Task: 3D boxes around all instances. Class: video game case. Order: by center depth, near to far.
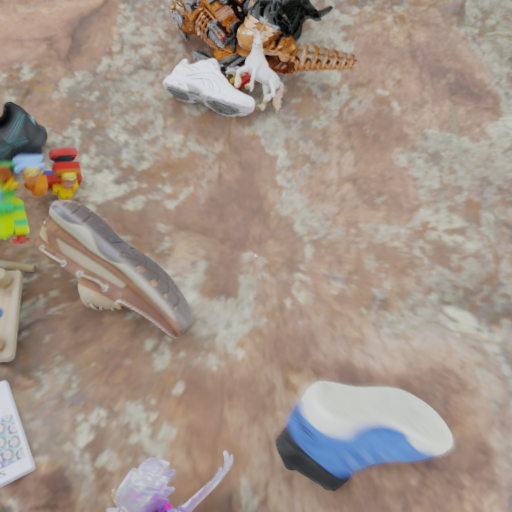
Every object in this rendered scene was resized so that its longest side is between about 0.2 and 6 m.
[{"bbox_3d":[-4.340,2.918,8.649,1.418,0.184,1.557,-25,62,-14],"label":"video game case"}]

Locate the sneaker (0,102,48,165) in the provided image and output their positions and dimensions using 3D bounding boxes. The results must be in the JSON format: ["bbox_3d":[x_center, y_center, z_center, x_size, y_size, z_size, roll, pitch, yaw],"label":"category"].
[{"bbox_3d":[-5.261,-1.905,10.900,0.964,1.014,2.557,18,62,30],"label":"sneaker"}]

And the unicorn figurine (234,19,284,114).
[{"bbox_3d":[0.078,-3.903,11.848,0.633,1.714,1.177,14,72,31],"label":"unicorn figurine"}]

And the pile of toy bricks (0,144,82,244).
[{"bbox_3d":[-4.463,-0.907,9.885,3.055,1.695,1.508,-10,81,-32],"label":"pile of toy bricks"}]

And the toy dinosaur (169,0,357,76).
[{"bbox_3d":[0.191,-5.147,12.734,4.387,2.241,2.978,34,79,-2],"label":"toy dinosaur"}]

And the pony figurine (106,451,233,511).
[{"bbox_3d":[-1.216,3.640,7.402,2.009,1.733,2.081,-45,47,19],"label":"pony figurine"}]

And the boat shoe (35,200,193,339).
[{"bbox_3d":[-2.467,0.384,9.659,3.198,1.211,1.148,41,98,10],"label":"boat shoe"}]

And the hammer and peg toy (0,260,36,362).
[{"bbox_3d":[-4.826,0.742,9.554,1.728,0.828,2.349,-5,60,-3],"label":"hammer and peg toy"}]

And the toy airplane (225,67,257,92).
[{"bbox_3d":[-0.311,-3.970,12.356,0.794,0.797,0.562,-21,74,-13],"label":"toy airplane"}]

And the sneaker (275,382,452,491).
[{"bbox_3d":[1.551,2.773,8.350,2.678,1.490,1.028,15,31,-28],"label":"sneaker"}]

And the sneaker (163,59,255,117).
[{"bbox_3d":[-0.922,-3.731,12.053,2.123,0.827,1.055,23,82,11],"label":"sneaker"}]
